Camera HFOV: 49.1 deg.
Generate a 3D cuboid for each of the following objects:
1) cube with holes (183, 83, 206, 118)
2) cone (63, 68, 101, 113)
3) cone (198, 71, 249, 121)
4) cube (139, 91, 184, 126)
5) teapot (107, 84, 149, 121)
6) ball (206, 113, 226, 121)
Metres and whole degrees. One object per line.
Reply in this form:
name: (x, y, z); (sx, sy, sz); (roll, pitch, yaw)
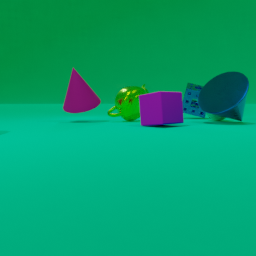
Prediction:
cube with holes: (2.772, -1.149, 11.421); (1.000, 1.000, 1.000); (15, 26, 9)
cone: (-1.686, -1.386, 9.407); (1.331, 1.336, 1.331); (-7, 29, 4)
cone: (3.450, -0.690, 9.270); (1.659, 1.659, 1.665); (6, -28, 49)
cube: (0.944, -0.536, 7.963); (0.886, 0.886, 0.886); (-4, 1, -39)
teapot: (0.112, -0.969, 9.988); (2.052, 1.276, 1.005); (-37, 49, -25)
ball: (3.275, -0.713, 10.194); (0.908, 0.908, 0.908); (0, 5, 0)
